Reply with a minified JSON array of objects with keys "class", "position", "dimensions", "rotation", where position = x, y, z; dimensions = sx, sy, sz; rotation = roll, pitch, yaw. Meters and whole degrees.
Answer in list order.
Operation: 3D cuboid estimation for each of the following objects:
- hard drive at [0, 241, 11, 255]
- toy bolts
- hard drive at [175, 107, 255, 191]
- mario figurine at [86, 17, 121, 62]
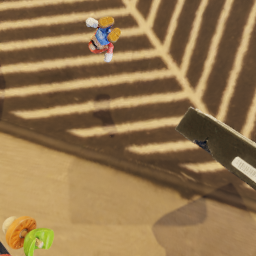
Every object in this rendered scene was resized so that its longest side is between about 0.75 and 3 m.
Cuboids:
[{"class":"hard drive","position":[-2.747,2.412,5.589],"dimensions":[0.320,1.019,1.511],"rotation":[-40,82,-24]},{"class":"toy bolts","position":[-1.896,1.983,4.234],"dimensions":[0.826,1.191,1.138],"rotation":[16,96,25]},{"class":"hard drive","position":[2.366,0.709,4.920],"dimensions":[0.555,2.932,2.049],"rotation":[-56,44,9]},{"class":"mario figurine","position":[-0.624,-1.949,6.262],"dimensions":[0.697,1.316,0.812],"rotation":[0,90,-17]}]
